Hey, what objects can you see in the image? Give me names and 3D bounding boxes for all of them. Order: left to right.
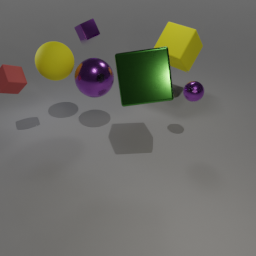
[{"bbox_3d":[-3.974,-1.636,9.483,0.700,0.700,0.700,-5,66,-52],"label":"cube"},{"bbox_3d":[-2.678,-2.446,10.271,1.400,1.400,1.400,0,32,0],"label":"ball"},{"bbox_3d":[-1.733,-4.135,11.915,0.700,0.700,0.700,-34,22,-22],"label":"cube"},{"bbox_3d":[-1.200,-1.789,10.006,1.400,1.400,1.400,0,32,0],"label":"ball"},{"bbox_3d":[0.456,-1.439,7.972,1.400,1.400,1.400,-7,9,3],"label":"cube"},{"bbox_3d":[2.213,-3.521,12.266,1.400,1.400,1.400,30,1,30],"label":"cube"},{"bbox_3d":[2.207,-1.228,9.416,0.700,0.700,0.700,0,32,0],"label":"ball"}]
